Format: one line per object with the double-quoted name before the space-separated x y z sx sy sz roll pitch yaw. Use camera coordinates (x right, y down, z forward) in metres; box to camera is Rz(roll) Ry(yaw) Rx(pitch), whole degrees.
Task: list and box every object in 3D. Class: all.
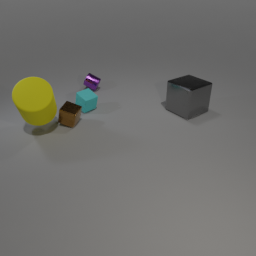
"cube" 2.674 -1.406 12.453 1.400 1.400 1.400 -20 36 -31
"cube" -2.365 -0.556 11.430 0.700 0.700 0.700 20 40 3
"cube" -1.867 -1.238 12.579 0.700 0.700 0.700 -28 57 -38
"cylinder" -3.443 -0.966 10.477 1.400 1.400 1.400 3 69 -7
"cylinder" -1.875 -2.420 14.689 0.700 0.700 0.700 27 31 -4
